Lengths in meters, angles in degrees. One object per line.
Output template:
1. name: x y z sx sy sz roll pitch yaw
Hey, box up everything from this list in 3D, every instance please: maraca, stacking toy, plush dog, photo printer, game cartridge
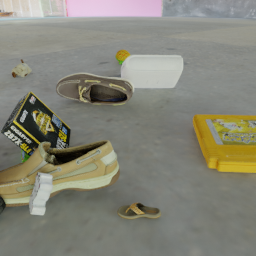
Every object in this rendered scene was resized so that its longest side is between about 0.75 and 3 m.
1. maraca: -0.250 -3.982 15.875 0.884 0.689 1.289 -14 49 -4
2. stacking toy: -2.803 0.587 5.399 2.213 0.690 2.936 15 11 -28
3. plush dog: -5.264 -2.811 13.553 0.827 0.772 0.962 -24 24 9
4. photo printer: 0.867 -2.210 11.154 2.305 0.801 1.918 0 -12 -2
5. game cartridge: 3.033 0.315 7.442 2.243 0.413 2.545 1 25 2

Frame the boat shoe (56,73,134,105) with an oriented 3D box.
1. boat shoe: -1.269 -1.343 10.114 2.916 1.048 0.868 5 30 6

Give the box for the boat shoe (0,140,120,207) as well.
1. boat shoe: -1.595 0.741 5.552 2.765 1.053 0.991 -13 30 -3

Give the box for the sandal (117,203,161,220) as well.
1. sandal: 0.212 1.521 5.216 0.815 0.220 0.327 1 26 3

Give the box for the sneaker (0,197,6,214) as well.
1. sneaker: -3.377 1.309 5.146 2.359 0.889 0.935 18 21 16

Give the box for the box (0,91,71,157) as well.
1. box: -2.101 0.061 6.785 0.471 1.523 1.908 -37 25 10
